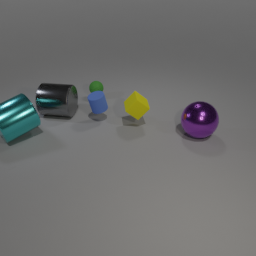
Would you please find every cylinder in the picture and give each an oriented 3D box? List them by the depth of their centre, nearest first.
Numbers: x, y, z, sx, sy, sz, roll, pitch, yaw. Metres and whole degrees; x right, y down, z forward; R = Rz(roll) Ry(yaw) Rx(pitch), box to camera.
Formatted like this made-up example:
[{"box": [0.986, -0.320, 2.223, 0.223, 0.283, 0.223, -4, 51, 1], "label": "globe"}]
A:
[{"box": [-4.235, -0.379, 10.448, 1.400, 1.400, 1.400, -34, 42, -26], "label": "cylinder"}, {"box": [-1.240, -1.057, 11.551, 0.700, 0.700, 0.700, -10, 38, 8], "label": "cylinder"}, {"box": [-3.056, -1.217, 12.155, 1.400, 1.400, 1.400, 5, 30, 8], "label": "cylinder"}]

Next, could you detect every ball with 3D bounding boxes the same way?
[{"box": [2.700, -0.309, 10.565, 1.400, 1.400, 1.400, 0, 30, 0], "label": "ball"}, {"box": [-1.551, -1.959, 13.724, 0.700, 0.700, 0.700, 0, 30, 0], "label": "ball"}]

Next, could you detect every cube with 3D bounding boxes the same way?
[{"box": [0.341, -0.897, 11.134, 0.700, 0.700, 0.700, 33, 27, -29], "label": "cube"}]
